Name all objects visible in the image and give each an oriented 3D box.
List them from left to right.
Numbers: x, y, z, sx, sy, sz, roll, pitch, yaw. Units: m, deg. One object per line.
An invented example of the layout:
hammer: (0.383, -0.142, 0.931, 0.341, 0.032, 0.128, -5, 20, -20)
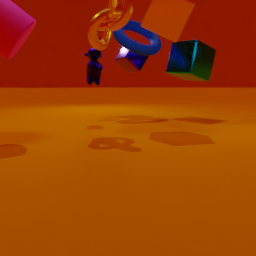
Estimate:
cylinder: (-2.887, -2.339, 6.324, 1.135, 1.135, 1.135, 36, -4, -20)
cow figurine: (-1.135, -2.034, 9.274, 0.607, 1.105, 1.088, 2, 30, -14)
knot shape: (-0.490, -2.853, 7.387, 0.734, 1.589, 1.487, 37, 15, -18)
cube: (0.180, -3.042, 12.074, 0.924, 0.924, 0.924, 37, -15, -29)
ring: (0.374, -3.613, 11.152, 2.072, 0.414, 2.072, 15, 45, -15)
cube: (1.105, -3.248, 8.080, 1.121, 1.121, 1.121, 24, 20, -4)
cube: (2.478, -2.627, 11.045, 1.271, 1.271, 1.271, 10, 3, -40)
